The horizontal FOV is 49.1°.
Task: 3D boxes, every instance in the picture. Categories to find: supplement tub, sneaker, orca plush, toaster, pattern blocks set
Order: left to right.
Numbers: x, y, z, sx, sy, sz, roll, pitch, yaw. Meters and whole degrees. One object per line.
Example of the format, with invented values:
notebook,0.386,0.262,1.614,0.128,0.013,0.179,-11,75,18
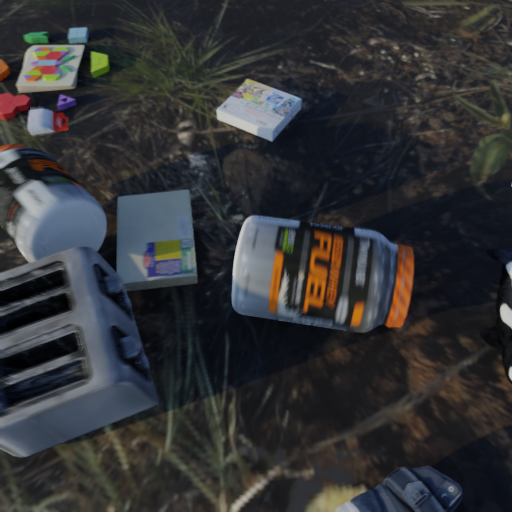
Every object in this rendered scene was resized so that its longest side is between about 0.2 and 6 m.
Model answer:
supplement tub,-3.987,-0.968,10.245,1.557,1.557,2.542,-34,53,-23
pattern blocks set,-5.333,-4.867,14.466,2.992,0.276,3.404,-13,54,-10
toaster,-3.171,1.472,8.621,2.758,1.637,2.494,-20,60,-6
supplement tub,1.122,0.331,9.612,2.878,1.763,1.763,7,53,6
sneaker,2.384,3.942,7.459,1.647,0.866,2.279,-27,56,-16
orca plush,4.189,1.135,9.537,0.907,1.342,2.551,-19,71,33

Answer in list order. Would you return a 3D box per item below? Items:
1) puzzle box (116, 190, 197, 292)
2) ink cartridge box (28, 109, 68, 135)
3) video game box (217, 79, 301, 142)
puzzle box,-1.984,-0.346,11.050,1.496,0.286,2.248,-6,53,-5
ink cartridge box,-4.929,-3.214,13.272,0.866,0.247,0.704,-11,54,-3
video game box,0.076,-3.510,13.393,1.549,0.363,1.411,26,60,18
